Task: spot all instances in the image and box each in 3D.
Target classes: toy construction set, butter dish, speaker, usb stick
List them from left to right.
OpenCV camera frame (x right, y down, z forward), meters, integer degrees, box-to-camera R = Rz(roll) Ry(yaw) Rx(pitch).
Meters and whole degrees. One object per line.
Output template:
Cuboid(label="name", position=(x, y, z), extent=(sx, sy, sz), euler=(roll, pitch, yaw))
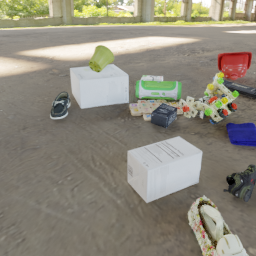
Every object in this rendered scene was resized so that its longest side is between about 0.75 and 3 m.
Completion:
Cuboid(label="speaker", position=(1.592, -1.995, 14.662), extent=(2.318, 1.025, 1.025), euler=(3, 26, 6))
Cuboid(label="toy construction set", position=(3.697, -1.210, 12.293), extent=(2.944, 1.356, 1.930), euler=(-30, 79, -28))
Cuboid(label="butter dish", position=(6.765, -3.772, 17.853), extent=(2.031, 2.036, 1.505), euler=(1, 68, 18))
Cuboid(label="usb stick", position=(6.154, -2.198, 15.660), extent=(0.800, 0.470, 2.883), euler=(-17, 31, -32))

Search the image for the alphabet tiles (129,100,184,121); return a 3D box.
Cuboid(label="alphabet tiles", position=(1.336, -0.931, 13.394), extent=(2.461, 0.180, 2.407), euler=(-3, 26, -5))

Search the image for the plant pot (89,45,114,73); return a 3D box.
Cuboid(label="plant pot", position=(-1.117, -2.669, 11.076), extent=(0.893, 0.893, 0.821), euler=(13, 56, 25))

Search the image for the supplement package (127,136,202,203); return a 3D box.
Cuboid(label="supplement package", position=(1.037, 1.131, 8.071), extent=(1.847, 1.120, 1.106), euler=(-13, 29, -25))

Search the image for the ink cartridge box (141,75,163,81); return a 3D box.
Cuboid(label="ink cartridge box", position=(1.444, -2.765, 16.747), extent=(1.262, 0.530, 0.918), euler=(5, 26, 10))

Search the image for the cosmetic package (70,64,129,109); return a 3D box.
Cuboid(label="cosmetic package", position=(-1.537, -2.251, 14.567), extent=(2.501, 1.537, 2.493), euler=(-11, 28, -18))

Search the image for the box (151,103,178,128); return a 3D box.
Cuboid(label="box", position=(1.551, -0.539, 12.016), extent=(0.775, 0.547, 1.048), euler=(21, 38, 27))

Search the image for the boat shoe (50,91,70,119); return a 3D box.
Cuboid(label="boat shoe", position=(-3.194, -1.089, 13.146), extent=(0.842, 0.672, 2.227), euler=(-3, 26, -5))

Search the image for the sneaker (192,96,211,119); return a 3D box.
Cuboid(label="sneaker", position=(3.351, -1.113, 13.164), extent=(0.960, 0.705, 2.122), euler=(13, 31, 19))

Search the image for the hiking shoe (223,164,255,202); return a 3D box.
Cuboid(label="hiking shoe", position=(3.272, 1.435, 8.072), extent=(0.772, 0.581, 1.533), euler=(18, 32, 26))

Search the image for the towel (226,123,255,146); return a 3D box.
Cuboid(label="towel", position=(4.440, 0.250, 10.826), extent=(1.109, 0.372, 1.502), euler=(-1, 25, 13))

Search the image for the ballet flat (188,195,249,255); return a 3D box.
Cuboid(label="ballet flat", position=(1.929, 2.364, 5.946), extent=(0.906, 0.765, 2.395), euler=(-3, 26, -16))
